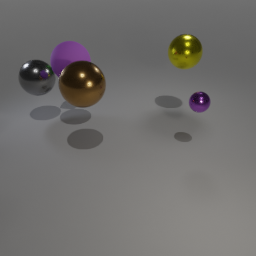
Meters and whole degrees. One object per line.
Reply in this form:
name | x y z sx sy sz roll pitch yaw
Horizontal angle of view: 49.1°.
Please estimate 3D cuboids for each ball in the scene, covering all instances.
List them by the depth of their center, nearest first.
ball | -1.358 -1.307 8.380 1.400 1.400 1.400 0 29 0
ball | 2.356 -0.853 9.218 0.700 0.700 0.700 0 29 0
ball | -2.019 -2.344 9.892 1.400 1.400 1.400 0 29 0
ball | -3.574 -1.976 11.035 1.400 1.400 1.400 0 29 0
ball | 2.323 -3.094 11.401 1.400 1.400 1.400 0 29 0
